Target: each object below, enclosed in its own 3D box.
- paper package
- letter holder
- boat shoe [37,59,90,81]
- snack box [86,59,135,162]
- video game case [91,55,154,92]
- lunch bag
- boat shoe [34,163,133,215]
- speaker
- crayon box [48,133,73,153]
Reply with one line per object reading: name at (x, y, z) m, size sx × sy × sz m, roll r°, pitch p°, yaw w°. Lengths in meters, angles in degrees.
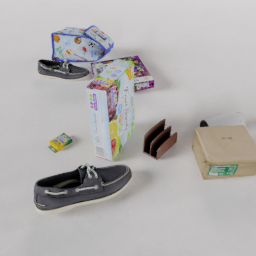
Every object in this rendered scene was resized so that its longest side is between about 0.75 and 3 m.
paper package at (3.175, 0.757, 9.179) m, size 1.788 × 0.925 × 1.705 m, roll -2°, pitch 39°, yaw -4°
letter holder at (1.147, 0.348, 9.722) m, size 0.625 × 0.883 × 1.242 m, roll 28°, pitch 46°, yaw 30°
boat shoe at (-3.200, -2.915, 13.792) m, size 2.638 × 0.827 × 0.958 m, roll 5°, pitch 39°, yaw 6°
snack box at (-0.462, -0.575, 9.339) m, size 0.739 × 2.788 × 1.983 m, roll 14°, pitch 41°, yaw 18°
video game case at (-0.354, -2.571, 13.523) m, size 2.545 × 0.503 × 2.808 m, roll -11°, pitch 39°, yaw -9°
lunch bag at (-2.289, -4.417, 14.752) m, size 2.844 × 1.761 × 2.418 m, roll 8°, pitch 28°, yaw 5°
boat shoe at (-1.205, 1.534, 8.053) m, size 2.990 × 0.938 × 1.086 m, roll -16°, pitch 28°, yaw -22°
speaker at (3.553, -0.159, 10.529) m, size 1.631 × 0.662 × 0.662 m, roll -14°, pitch 41°, yaw -16°
crayon box at (-2.445, 0.527, 10.042) m, size 0.495 × 0.203 × 0.787 m, roll 30°, pitch 48°, yaw 31°
